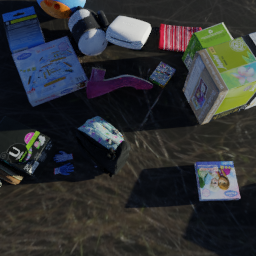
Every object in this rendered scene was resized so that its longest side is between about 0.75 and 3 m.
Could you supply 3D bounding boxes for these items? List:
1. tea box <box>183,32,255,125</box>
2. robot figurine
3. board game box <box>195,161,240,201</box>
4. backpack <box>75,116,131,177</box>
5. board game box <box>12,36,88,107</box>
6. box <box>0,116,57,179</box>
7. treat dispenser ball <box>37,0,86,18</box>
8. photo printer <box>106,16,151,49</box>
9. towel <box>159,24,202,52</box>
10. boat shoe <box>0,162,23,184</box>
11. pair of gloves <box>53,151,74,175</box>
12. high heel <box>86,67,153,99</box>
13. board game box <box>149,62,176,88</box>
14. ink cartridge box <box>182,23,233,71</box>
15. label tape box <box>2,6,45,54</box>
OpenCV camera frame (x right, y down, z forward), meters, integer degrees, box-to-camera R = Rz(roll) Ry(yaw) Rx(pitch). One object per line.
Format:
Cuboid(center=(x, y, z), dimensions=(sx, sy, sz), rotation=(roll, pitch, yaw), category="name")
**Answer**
Cuboid(center=(3.857, -1.789, 10.649), dimensions=(2.725, 2.770, 1.851), rotation=(-20, 70, -8), category="tea box")
Cuboid(center=(-1.774, -4.285, 12.421), dimensions=(1.404, 1.691, 2.251), rotation=(-17, 69, -25), category="robot figurine")
Cuboid(center=(3.296, 1.957, 10.418), dimensions=(1.428, 0.294, 1.425), rotation=(-2, 64, -2), category="board game box")
Cuboid(center=(-0.949, 0.589, 10.452), dimensions=(2.096, 1.749, 1.327), rotation=(37, 53, 17), category="backpack")
Cuboid(center=(-3.350, -2.504, 12.115), dimensions=(2.563, 0.527, 2.557), rotation=(-22, 70, -11), category="board game box")
Cuboid(center=(-3.980, 0.743, 10.465), dimensions=(1.989, 1.236, 1.477), rotation=(26, 70, 10), category="box")
Cuboid(center=(-3.048, -6.186, 12.719), dimensions=(2.302, 2.302, 2.302), rotation=(0, 68, 0), category="treat dispenser ball")
Cuboid(center=(0.014, -4.167, 12.267), dimensions=(1.699, 0.709, 2.042), rotation=(17, 40, 5), category="photo printer")
Cuboid(center=(2.423, -4.163, 12.990), dimensions=(1.983, 0.223, 1.434), rotation=(6, 69, 2), category="towel")
Cuboid(center=(-5.134, 1.574, 10.373), dimensions=(2.698, 0.971, 0.917), rotation=(22, 74, 19), category="boat shoe")
Cuboid(center=(-2.494, 1.348, 10.840), dimensions=(0.788, 0.112, 0.980), rotation=(-7, 69, -3), category="pair of gloves")
Cuboid(center=(-0.340, -1.632, 11.740), dimensions=(2.722, 0.917, 1.306), rotation=(10, 100, -16), category="high heel")
Cuboid(center=(1.508, -2.338, 12.264), dimensions=(0.760, 0.200, 0.993), rotation=(33, 72, 12), category="board game box")
Cuboid(center=(3.836, -3.435, 11.696), dimensions=(2.677, 1.978, 1.014), rotation=(-24, 76, -9), category="ink cartridge box")
Cuboid(center=(-4.731, -4.389, 12.831), dimensions=(1.515, 0.665, 2.101), rotation=(-18, 69, -7), category="label tape box")
